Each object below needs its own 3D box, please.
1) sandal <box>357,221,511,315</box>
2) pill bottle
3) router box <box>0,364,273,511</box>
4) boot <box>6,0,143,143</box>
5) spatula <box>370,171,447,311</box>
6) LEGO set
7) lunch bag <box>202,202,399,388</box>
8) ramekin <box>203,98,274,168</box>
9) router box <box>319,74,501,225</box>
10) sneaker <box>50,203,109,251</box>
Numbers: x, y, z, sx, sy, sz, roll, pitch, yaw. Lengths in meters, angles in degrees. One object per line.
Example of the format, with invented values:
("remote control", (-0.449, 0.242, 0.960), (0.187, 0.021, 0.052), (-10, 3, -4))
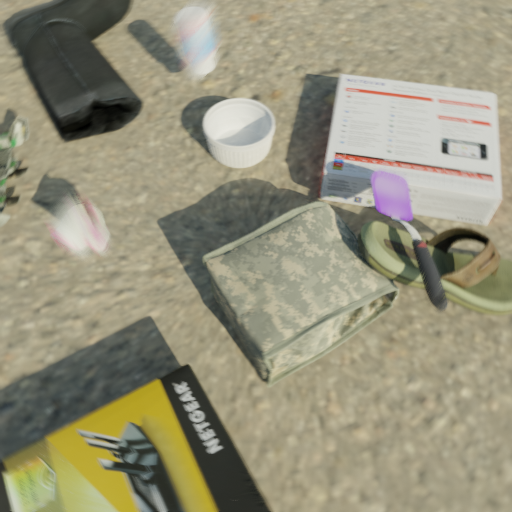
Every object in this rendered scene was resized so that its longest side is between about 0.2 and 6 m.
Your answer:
("sandal", (2.924, 0.057, 8.119), (3.066, 0.875, 1.217), (14, 36, -23))
("pill bottle", (-1.088, -3.943, 10.314), (0.591, 1.088, 0.591), (-5, 50, 6))
("router box", (-1.182, 3.396, 6.125), (2.877, 0.956, 3.660), (-26, 52, -17))
("boot", (-3.191, -4.060, 11.276), (2.887, 1.150, 3.502), (-31, 57, -8))
("spatula", (2.156, -0.282, 7.835), (0.723, 0.263, 2.558), (12, 42, -23))
("LEGO set", (-5.074, -0.828, 9.446), (3.608, 1.022, 2.343), (-33, 59, -6))
("lunch bag", (0.667, 0.431, 8.156), (2.295, 1.350, 1.883), (-28, 60, -12))
("ramekin", (-0.310, -2.228, 10.352), (1.295, 0.680, 1.295), (0, 56, 0))
("router box", (2.802, -2.010, 10.168), (2.958, 0.723, 2.655), (10, 56, 7))
("sneaker", (-2.507, -0.456, 8.432), (0.566, 1.391, 0.614), (31, 95, 0))
